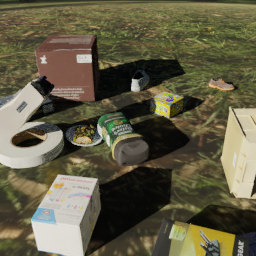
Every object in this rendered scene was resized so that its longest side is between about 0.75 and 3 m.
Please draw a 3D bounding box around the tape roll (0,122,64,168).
[{"bbox_3d":[-3.230,0.497,9.233,2.215,0.405,2.215,1,30,0],"label":"tape roll"}]

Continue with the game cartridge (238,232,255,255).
[{"bbox_3d":[2.500,2.764,5.545,0.930,0.275,1.435,-6,31,-10],"label":"game cartridge"}]

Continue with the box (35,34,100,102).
[{"bbox_3d":[-2.613,-2.848,12.947,2.356,2.332,2.840,0,31,0],"label":"box"}]

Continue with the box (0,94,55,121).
[{"bbox_3d":[-4.345,-0.849,11.331,2.201,0.562,1.736,-22,36,-32],"label":"box"}]

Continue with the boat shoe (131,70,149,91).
[{"bbox_3d":[0.626,-2.493,13.942,0.708,0.723,2.029,8,32,13],"label":"boat shoe"}]

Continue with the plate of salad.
[{"bbox_3d":[-1.504,0.194,9.698,1.294,0.311,1.294,7,31,-4],"label":"plate of salad"}]

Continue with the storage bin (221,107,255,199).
[{"bbox_3d":[3.233,0.627,7.596,0.872,1.860,1.847,2,31,5],"label":"storage bin"}]

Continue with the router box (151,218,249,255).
[{"bbox_3d":[1.178,2.786,4.986,1.705,0.566,2.168,7,35,21],"label":"router box"}]

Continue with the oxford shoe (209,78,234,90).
[{"bbox_3d":[4.562,-2.144,13.637,1.202,0.438,0.429,16,34,25],"label":"oxford shoe"}]

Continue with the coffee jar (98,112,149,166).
[{"bbox_3d":[-0.177,0.329,8.997,1.104,0.903,2.117,-10,33,-20],"label":"coffee jar"}]

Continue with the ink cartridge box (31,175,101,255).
[{"bbox_3d":[-1.285,1.855,6.344,1.036,1.010,1.612,5,32,8],"label":"ink cartridge box"}]

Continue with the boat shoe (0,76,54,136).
[{"bbox_3d":[-3.251,-0.691,8.811,2.389,0.892,1.108,-34,17,21],"label":"boat shoe"}]

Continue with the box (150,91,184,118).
[{"bbox_3d":[1.588,-0.961,11.483,0.970,0.614,1.007,23,37,35],"label":"box"}]
